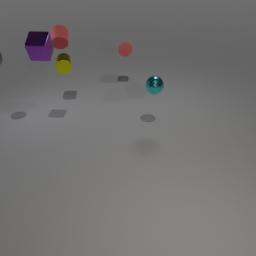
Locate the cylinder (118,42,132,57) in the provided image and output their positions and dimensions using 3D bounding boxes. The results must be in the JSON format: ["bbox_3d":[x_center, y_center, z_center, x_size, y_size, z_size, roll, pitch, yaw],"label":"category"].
[{"bbox_3d":[-0.136,-4.147,14.724,0.700,0.700,0.700,1,21,2],"label":"cylinder"}]

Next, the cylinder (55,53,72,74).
[{"bbox_3d":[-2.882,-2.884,12.545,0.700,0.700,0.700,-4,41,-8],"label":"cylinder"}]

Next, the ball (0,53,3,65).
[{"bbox_3d":[-4.717,-2.421,9.685,0.700,0.700,0.700,0,30,0],"label":"ball"}]

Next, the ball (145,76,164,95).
[{"bbox_3d":[1.002,-1.608,10.531,0.700,0.700,0.700,0,30,0],"label":"ball"}]

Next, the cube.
[{"bbox_3d":[-2.983,-2.760,9.473,0.700,0.700,0.700,2,59,3],"label":"cube"}]

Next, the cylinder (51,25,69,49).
[{"bbox_3d":[-2.830,-3.764,11.609,0.700,0.700,0.700,-4,62,-7],"label":"cylinder"}]
